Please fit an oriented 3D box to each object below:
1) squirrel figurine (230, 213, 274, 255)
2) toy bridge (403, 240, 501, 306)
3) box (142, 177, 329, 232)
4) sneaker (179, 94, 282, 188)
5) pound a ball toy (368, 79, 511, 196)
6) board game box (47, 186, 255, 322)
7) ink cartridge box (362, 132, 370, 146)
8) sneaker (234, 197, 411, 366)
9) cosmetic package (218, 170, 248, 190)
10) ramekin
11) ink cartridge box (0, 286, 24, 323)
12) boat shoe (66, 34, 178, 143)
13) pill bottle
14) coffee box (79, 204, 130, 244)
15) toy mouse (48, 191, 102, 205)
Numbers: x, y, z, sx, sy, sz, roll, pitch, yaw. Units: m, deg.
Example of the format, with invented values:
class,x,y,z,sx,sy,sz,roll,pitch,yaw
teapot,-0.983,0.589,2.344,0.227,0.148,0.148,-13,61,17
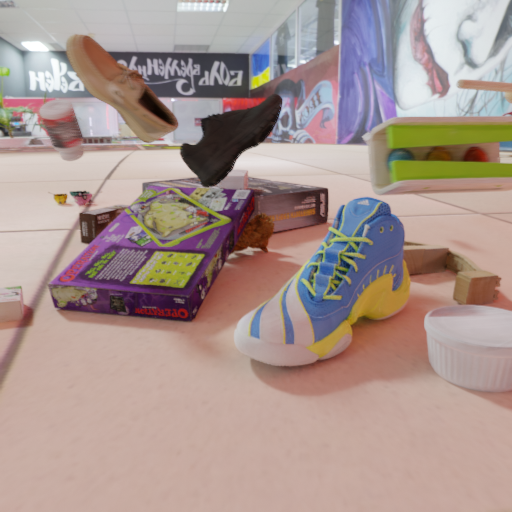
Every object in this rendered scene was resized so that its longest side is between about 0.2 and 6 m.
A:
class,x,y,z,sx,sy,sz,roll,pitch,yaw
squirrel figurine,-0.170,-0.406,11.627,1.279,0.970,1.370,10,-9,-34
toy bridge,3.072,0.075,10.525,1.275,0.516,3.792,-3,15,-23
box,-0.625,-1.469,15.376,3.296,1.006,4.161,-14,20,-42
sneaker,-0.442,-2.340,10.361,2.303,1.045,0.875,-44,-7,-17
pound a ball toy,3.145,-1.863,8.794,2.677,1.745,1.137,-4,-2,-13
board game box,-1.575,-0.247,9.847,2.319,0.624,3.863,8,31,12
ink cartridge box,2.993,-2.483,13.556,0.213,0.952,0.838,-36,23,10
sneaker,0.979,0.163,7.573,1.325,1.838,3.500,11,18,36
cosmetic package,-0.554,-1.860,13.948,0.647,0.471,1.273,1,14,2
ramekin,2.623,1.070,6.537,1.328,0.618,1.328,0,15,0
ink cartridge box,-3.807,0.728,8.418,0.551,0.319,0.760,-6,16,-20
boat shoe,-2.045,-2.662,8.801,0.682,2.101,0.758,-15,48,28
pill bottle,-3.027,-1.960,8.832,0.492,0.889,0.492,-3,45,3
coffee box,-3.528,-0.762,13.263,0.513,0.736,1.288,8,16,27
toy mouse,-5.771,-1.888,18.317,1.546,0.337,1.740,-11,18,-34
